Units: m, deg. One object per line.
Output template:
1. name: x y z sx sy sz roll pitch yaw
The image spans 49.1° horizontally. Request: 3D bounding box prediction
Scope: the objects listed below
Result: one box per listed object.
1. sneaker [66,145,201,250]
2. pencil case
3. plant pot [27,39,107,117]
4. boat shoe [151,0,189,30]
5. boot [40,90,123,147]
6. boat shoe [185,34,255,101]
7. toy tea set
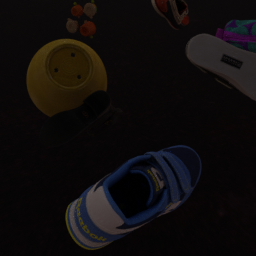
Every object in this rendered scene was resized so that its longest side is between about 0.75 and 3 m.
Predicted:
1. sneaker: 0.360 0.778 3.836 2.399 0.987 0.887 -24 70 -40
2. pencil case: 3.131 -1.788 5.824 1.123 1.034 2.431 2 14 -35
3. plant pot: -1.132 -1.011 5.386 1.669 1.669 1.185 -13 0 -14
4. boat shoe: 1.447 -3.542 8.395 0.644 0.733 2.060 -10 -8 32
5. boot: -0.650 -0.028 4.427 1.284 1.117 0.444 -32 76 -4
6. boat shoe: 2.271 -1.234 5.823 2.331 0.824 0.742 30 10 0
7. toy tea set: -1.331 -3.592 8.752 0.904 1.520 0.562 29 38 5
